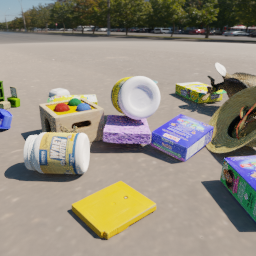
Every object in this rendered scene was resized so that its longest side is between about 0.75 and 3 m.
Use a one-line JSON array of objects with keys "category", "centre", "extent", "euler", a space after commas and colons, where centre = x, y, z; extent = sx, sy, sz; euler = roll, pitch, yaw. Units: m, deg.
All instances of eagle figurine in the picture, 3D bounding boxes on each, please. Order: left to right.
[{"category": "eagle figurine", "centre": [4.675, -1.623, 11.764], "extent": [2.524, 1.915, 1.905], "euler": [5, -23, 35]}]

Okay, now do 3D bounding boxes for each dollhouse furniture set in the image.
[{"category": "dollhouse furniture set", "centre": [-5.900, -1.258, 11.918], "extent": [1.374, 1.052, 2.097], "euler": [13, 25, 30]}]

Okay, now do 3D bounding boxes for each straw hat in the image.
[{"category": "straw hat", "centre": [3.689, 0.003, 8.369], "extent": [1.140, 2.693, 2.693], "euler": [37, 14, -17]}]

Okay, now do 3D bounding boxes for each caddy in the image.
[{"category": "caddy", "centre": [-4.705, -0.301, 10.102], "extent": [0.871, 0.647, 1.232], "euler": [12, 10, -38]}]

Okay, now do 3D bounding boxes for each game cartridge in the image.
[{"category": "game cartridge", "centre": [-0.291, 1.641, 5.778], "extent": [1.340, 0.217, 1.181], "euler": [-20, 29, -36]}]

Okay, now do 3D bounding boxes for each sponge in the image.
[{"category": "sponge", "centre": [-0.042, -0.026, 9.317], "extent": [1.415, 0.378, 2.536], "euler": [2, 15, -1]}]

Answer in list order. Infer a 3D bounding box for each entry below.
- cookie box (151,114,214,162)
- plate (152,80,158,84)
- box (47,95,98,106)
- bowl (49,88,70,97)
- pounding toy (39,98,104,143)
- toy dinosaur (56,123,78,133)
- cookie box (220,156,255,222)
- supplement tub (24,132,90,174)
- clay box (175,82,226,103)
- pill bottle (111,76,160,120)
[{"category": "cookie box", "centre": [1.622, 0.251, 8.416], "extent": [1.259, 0.553, 1.471], "euler": [26, 41, 37]}, {"category": "plate", "centre": [1.166, -2.680, 16.756], "extent": [1.236, 0.158, 1.236], "euler": [0, 22, 0]}, {"category": "box", "centre": [-2.425, -1.049, 12.166], "extent": [2.128, 0.515, 1.249], "euler": [-1, 22, -10]}, {"category": "bowl", "centre": [-3.521, -1.799, 14.298], "extent": [0.884, 0.331, 0.886], "euler": [18, 29, 39]}, {"category": "pounding toy", "centre": [-1.881, -0.058, 8.671], "extent": [2.316, 1.206, 2.637], "euler": [-13, 25, -30]}, {"category": "toy dinosaur", "centre": [-1.666, 0.224, 7.789], "extent": [0.657, 1.298, 0.378], "euler": [29, 69, 0]}, {"category": "cookie box", "centre": [3.106, 1.278, 6.016], "extent": [1.518, 0.667, 1.775], "euler": [-3, 22, -8]}, {"category": "supplement tub", "centre": [-1.771, 0.637, 7.130], "extent": [1.447, 1.047, 1.047], "euler": [0, 22, 3]}, {"category": "clay box", "centre": [3.540, -1.750, 13.802], "extent": [1.401, 0.580, 2.439], "euler": [-8, 23, -19]}, {"category": "pill bottle", "centre": [0.133, -1.097, 9.826], "extent": [1.377, 1.377, 2.458], "euler": [-5, 9, -12]}]
